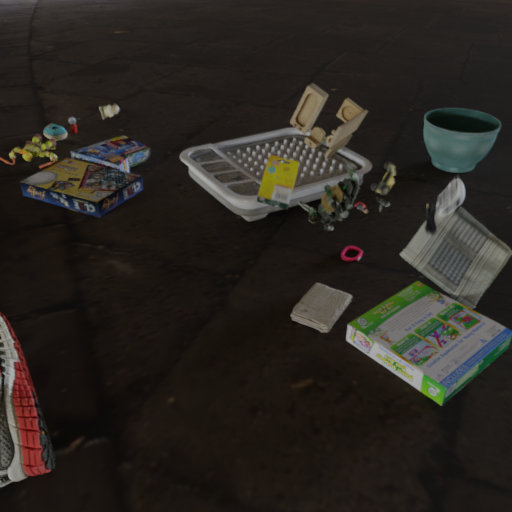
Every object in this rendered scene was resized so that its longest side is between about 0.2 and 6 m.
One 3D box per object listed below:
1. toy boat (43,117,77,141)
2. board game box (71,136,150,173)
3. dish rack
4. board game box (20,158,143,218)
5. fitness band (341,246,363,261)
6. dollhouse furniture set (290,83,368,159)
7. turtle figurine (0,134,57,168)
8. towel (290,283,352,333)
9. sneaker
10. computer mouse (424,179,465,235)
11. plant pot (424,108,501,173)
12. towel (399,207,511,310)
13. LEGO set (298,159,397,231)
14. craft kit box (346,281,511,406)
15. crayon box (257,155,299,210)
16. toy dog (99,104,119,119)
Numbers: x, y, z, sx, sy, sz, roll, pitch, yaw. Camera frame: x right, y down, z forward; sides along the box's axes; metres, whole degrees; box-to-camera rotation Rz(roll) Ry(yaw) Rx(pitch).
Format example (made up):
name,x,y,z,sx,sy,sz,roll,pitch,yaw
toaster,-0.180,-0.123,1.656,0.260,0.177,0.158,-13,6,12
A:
name,x,y,z,sx,sy,sz,roll,pitch,yaw
toy boat,-5.986,-3.902,17.150,1.041,0.484,0.875,-29,42,-36
board game box,-3.776,-2.583,15.102,1.706,0.526,1.705,-28,44,-36
dish rack,0.463,-2.070,14.016,4.015,0.874,3.446,-18,37,-26
board game box,-4.305,-1.737,13.900,2.461,0.426,1.667,16,36,23
fitness band,1.983,-0.045,11.626,0.390,0.102,0.543,16,35,23
dollhouse furniture set,1.509,-3.297,14.000,1.613,1.534,1.314,41,48,11
turtle figurine,-6.288,-2.987,15.707,1.661,0.535,1.340,3,33,4
towel,1.176,0.923,10.074,0.766,0.199,1.156,20,38,25
sneaker,-3.784,1.850,7.746,1.265,1.198,3.079,-18,37,-23
computer mouse,3.228,-0.866,9.473,0.260,1.186,0.650,15,65,-7
plant pot,5.426,-3.045,15.106,1.939,1.299,1.939,0,33,0
towel,3.745,-0.084,10.347,1.664,0.298,1.728,40,63,9
LEGO set,1.890,-1.109,11.257,0.690,1.582,2.436,28,-4,-33
craft kit box,2.838,1.329,9.249,1.937,0.470,1.913,-24,43,-32
crayon box,0.417,-1.379,10.437,0.599,0.240,0.944,15,68,3
toy dog,-3.363,-3.342,12.938,0.410,0.286,0.398,-13,17,1
